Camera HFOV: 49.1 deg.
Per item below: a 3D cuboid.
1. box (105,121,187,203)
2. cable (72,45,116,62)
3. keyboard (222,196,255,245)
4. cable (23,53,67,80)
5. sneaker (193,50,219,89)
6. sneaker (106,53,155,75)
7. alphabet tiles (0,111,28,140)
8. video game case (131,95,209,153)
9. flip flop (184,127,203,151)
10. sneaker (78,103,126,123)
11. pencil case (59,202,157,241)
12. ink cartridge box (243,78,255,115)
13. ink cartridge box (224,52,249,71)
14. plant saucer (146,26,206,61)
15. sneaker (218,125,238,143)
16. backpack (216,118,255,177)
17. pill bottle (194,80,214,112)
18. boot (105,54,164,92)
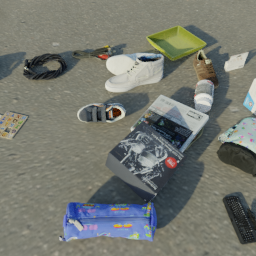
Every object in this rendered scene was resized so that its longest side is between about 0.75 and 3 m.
[{"bbox_3d":[0.611,1.146,9.638,2.041,1.063,1.859,39,59,13],"label":"box"},{"bbox_3d":[-1.803,-3.811,14.933,2.303,0.580,1.118,-12,65,6],"label":"cable"},{"bbox_3d":[3.687,2.841,8.938,0.822,0.313,1.580,-7,50,-6],"label":"keyboard"},{"bbox_3d":[-4.162,-3.062,14.038,2.171,0.551,1.771,-3,48,-4],"label":"cable"},{"bbox_3d":[3.767,-2.885,13.652,0.821,0.881,2.331,-10,49,-9],"label":"sneaker"},{"bbox_3d":[0.242,-3.340,14.137,2.819,1.061,1.247,-5,36,-14],"label":"sneaker"},{"bbox_3d":[-5.246,-0.192,11.804,1.597,0.060,1.335,13,50,11],"label":"alphabet tiles"},{"bbox_3d":[1.644,-0.166,11.218,2.351,0.275,2.137,30,66,31],"label":"video game case"},{"bbox_3d":[2.464,0.210,11.143,0.709,0.503,1.748,31,55,25],"label":"flip flop"},{"bbox_3d":[-1.070,-0.616,11.573,1.995,0.783,0.792,-11,22,-11],"label":"sneaker"},{"bbox_3d":[-0.558,2.775,8.326,2.847,1.236,1.111,0,74,1],"label":"pencil case"},{"bbox_3d":[6.164,-0.828,11.383,0.894,1.529,2.636,-23,53,-19],"label":"ink cartridge box"},{"bbox_3d":[5.418,-3.369,14.052,1.057,0.931,0.236,-16,50,-14],"label":"ink cartridge box"},{"bbox_3d":[2.594,-4.570,15.362,2.400,0.575,2.397,-25,53,-21],"label":"plant saucer"},{"bbox_3d":[4.037,0.193,11.171,1.124,0.485,0.436,-30,55,-24],"label":"sneaker"},{"bbox_3d":[4.444,0.583,10.308,1.673,1.269,2.005,30,54,26],"label":"backpack"},{"bbox_3d":[3.357,-1.407,12.386,0.801,0.801,1.407,11,49,10],"label":"pill bottle"},{"bbox_3d":[0.308,-2.683,13.118,2.934,1.402,1.079,-18,51,-15],"label":"boot"}]
